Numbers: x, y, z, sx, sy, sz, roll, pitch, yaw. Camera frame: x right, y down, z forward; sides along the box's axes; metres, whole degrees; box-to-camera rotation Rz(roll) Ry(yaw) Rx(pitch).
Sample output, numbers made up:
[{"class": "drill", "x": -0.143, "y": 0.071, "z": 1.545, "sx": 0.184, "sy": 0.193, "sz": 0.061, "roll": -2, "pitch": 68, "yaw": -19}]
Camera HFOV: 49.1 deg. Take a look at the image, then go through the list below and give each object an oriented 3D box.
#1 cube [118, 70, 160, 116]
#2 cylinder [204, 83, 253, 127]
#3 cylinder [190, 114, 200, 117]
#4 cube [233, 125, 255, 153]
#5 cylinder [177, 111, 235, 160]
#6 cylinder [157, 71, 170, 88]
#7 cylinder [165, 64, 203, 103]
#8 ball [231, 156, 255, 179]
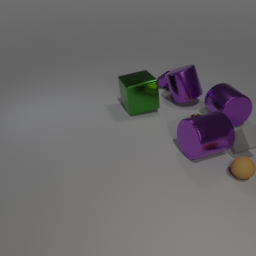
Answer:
[{"class": "cube", "x": 0.478, "y": -1.585, "z": 12.469, "sx": 1.400, "sy": 1.400, "sz": 1.400, "roll": -16, "pitch": 33, "yaw": -11}, {"class": "cylinder", "x": 4.076, "y": -0.951, "z": 11.483, "sx": 1.400, "sy": 1.400, "sz": 1.400, "roll": -7, "pitch": 31, "yaw": -11}, {"class": "cylinder", "x": 2.619, "y": -0.092, "z": 10.780, "sx": 0.700, "sy": 0.700, "sz": 0.700, "roll": 9, "pitch": 31, "yaw": 15}, {"class": "cube", "x": 3.920, "y": 0.355, "z": 9.243, "sx": 0.700, "sy": 0.700, "sz": 0.700, "roll": -11, "pitch": 77, "yaw": -23}, {"class": "cylinder", "x": 2.609, "y": 0.242, "z": 9.519, "sx": 1.400, "sy": 1.400, "sz": 1.400, "roll": -12, "pitch": 33, "yaw": -20}, {"class": "cylinder", "x": 2.001, "y": -2.530, "z": 14.616, "sx": 0.700, "sy": 0.700, "sz": 0.700, "roll": -24, "pitch": -1, "yaw": -35}, {"class": "cylinder", "x": 2.614, "y": -2.055, "z": 13.035, "sx": 1.400, "sy": 1.400, "sz": 1.400, "roll": -20, "pitch": 16, "yaw": 6}, {"class": "ball", "x": 3.512, "y": 1.213, "z": 8.531, "sx": 0.700, "sy": 0.700, "sz": 0.700, "roll": 0, "pitch": 31, "yaw": 0}]
